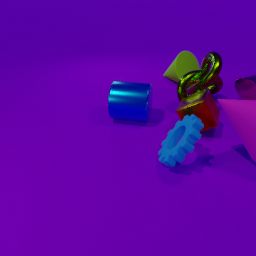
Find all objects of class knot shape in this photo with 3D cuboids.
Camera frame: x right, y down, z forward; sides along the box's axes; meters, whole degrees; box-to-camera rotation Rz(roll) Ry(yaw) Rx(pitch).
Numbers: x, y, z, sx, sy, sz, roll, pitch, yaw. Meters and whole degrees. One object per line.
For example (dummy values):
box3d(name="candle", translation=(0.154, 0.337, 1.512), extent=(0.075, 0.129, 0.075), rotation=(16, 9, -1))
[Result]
box3d(name="knot shape", translation=(2.176, -1.279, 8.563), extent=(0.869, 1.881, 1.760), rotation=(38, 65, 24))

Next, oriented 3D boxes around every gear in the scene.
box3d(name="gear", translation=(1.153, 0.274, 6.235), extent=(0.230, 1.244, 1.244), rotation=(35, 31, -11))

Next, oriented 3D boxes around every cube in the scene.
box3d(name="cube", translation=(1.885, -0.427, 7.455), extent=(0.805, 0.805, 0.805), rotation=(-22, 18, 33))

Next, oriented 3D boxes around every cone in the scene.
box3d(name="cone", translation=(4.142, -1.441, 8.747), extent=(1.092, 1.088, 1.088), rotation=(-40, 43, -10))
box3d(name="cone", translation=(1.801, -2.125, 10.689), extent=(1.303, 1.303, 1.308), rotation=(-25, 13, -35))
box3d(name="cone", translation=(2.572, -0.244, 6.038), extent=(1.538, 1.532, 1.532), rotation=(28, 31, -8))

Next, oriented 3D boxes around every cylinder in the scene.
box3d(name="cylinder", translation=(0.091, -0.758, 7.989), extent=(1.095, 1.095, 1.095), rotation=(6, 32, 10))

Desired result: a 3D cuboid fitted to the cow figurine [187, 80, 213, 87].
box3d(name="cow figurine", translation=(2.524, -1.565, 9.778), extent=(0.933, 0.521, 0.948), rotation=(1, 29, -35))
